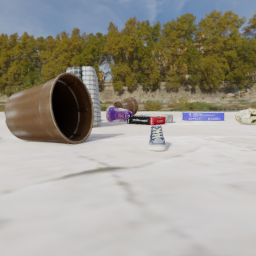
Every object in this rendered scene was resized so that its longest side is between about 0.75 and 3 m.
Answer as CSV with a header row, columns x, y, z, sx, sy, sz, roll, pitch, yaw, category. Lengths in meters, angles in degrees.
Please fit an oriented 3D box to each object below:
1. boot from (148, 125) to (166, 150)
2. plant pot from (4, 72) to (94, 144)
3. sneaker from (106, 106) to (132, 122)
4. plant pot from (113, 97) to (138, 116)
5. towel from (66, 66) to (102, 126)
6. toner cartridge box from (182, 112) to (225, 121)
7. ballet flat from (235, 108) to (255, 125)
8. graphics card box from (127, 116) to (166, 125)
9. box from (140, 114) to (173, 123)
x,y,z,sx,sy,sz,roll,pitch,yaw,category
0.481,0.158,4.780,0.304,0.378,0.836,0,4,-1,boot
-1.608,-0.309,5.644,1.355,1.369,1.369,-7,1,26,plant pot
-0.393,-0.669,14.112,0.845,0.769,1.912,11,8,28,sneaker
-0.257,-1.767,23.947,1.667,1.667,1.651,4,13,43,plant pot
-1.679,-1.150,10.727,1.123,2.173,2.625,-5,4,-3,towel
4.017,-0.634,15.139,2.112,0.456,1.003,0,4,4,toner cartridge box
5.033,-0.392,10.987,1.875,0.709,0.599,-1,26,45,ballet flat
0.744,-0.327,11.622,1.409,0.358,0.884,5,7,40,graphics card box
1.325,-0.455,13.249,1.544,0.373,1.223,0,4,5,box
